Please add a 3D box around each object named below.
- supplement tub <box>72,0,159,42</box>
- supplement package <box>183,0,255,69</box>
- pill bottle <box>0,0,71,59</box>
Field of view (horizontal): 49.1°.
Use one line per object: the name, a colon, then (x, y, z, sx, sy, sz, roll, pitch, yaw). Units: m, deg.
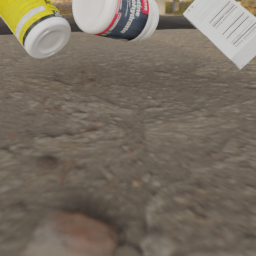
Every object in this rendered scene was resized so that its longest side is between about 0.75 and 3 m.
supplement tub: (-0.294, -3.347, 8.000, 1.569, 1.569, 2.236, 22, 20, 37)
supplement package: (2.653, -2.724, 7.554, 1.127, 1.085, 1.981, 7, 42, -55)
pill bottle: (-2.990, -3.480, 8.246, 1.463, 1.463, 2.629, -30, 77, -44)
